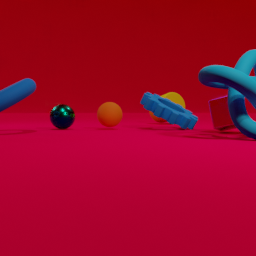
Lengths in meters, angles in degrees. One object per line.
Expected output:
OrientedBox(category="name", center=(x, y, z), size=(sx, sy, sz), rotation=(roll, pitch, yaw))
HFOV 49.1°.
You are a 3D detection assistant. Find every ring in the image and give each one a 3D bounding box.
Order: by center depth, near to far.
OrientedBox(category="ring", center=(-3.026, -0.638, 6.590), size=(1.849, 0.370, 1.849), rotation=(-24, 19, 9))

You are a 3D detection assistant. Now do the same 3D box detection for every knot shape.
OrientedBox(category="knot shape", center=(2.175, -0.746, 5.219), size=(1.798, 1.922, 0.888), rotation=(18, -44, -10))

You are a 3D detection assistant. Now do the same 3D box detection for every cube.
OrientedBox(category="cube", center=(2.455, -0.357, 6.793), size=(0.711, 0.711, 0.711), rotation=(-13, -13, 31))

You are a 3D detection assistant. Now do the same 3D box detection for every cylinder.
OrientedBox(category="cylinder", center=(1.579, -0.810, 11.417), size=(1.092, 1.092, 1.092), rotation=(-2, -5, -24))

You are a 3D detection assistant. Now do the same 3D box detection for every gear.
OrientedBox(category="gear", center=(1.207, -0.520, 8.217), size=(1.714, 0.317, 1.714), rotation=(23, 17, -8))

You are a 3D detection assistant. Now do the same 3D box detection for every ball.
OrientedBox(category="ball", center=(-1.875, -0.325, 8.020), size=(0.721, 0.721, 0.721), rotation=(0, 3, 0))
OrientedBox(category="ball", center=(-0.524, -0.381, 8.036), size=(0.724, 0.724, 0.724), rotation=(0, 3, 0))
